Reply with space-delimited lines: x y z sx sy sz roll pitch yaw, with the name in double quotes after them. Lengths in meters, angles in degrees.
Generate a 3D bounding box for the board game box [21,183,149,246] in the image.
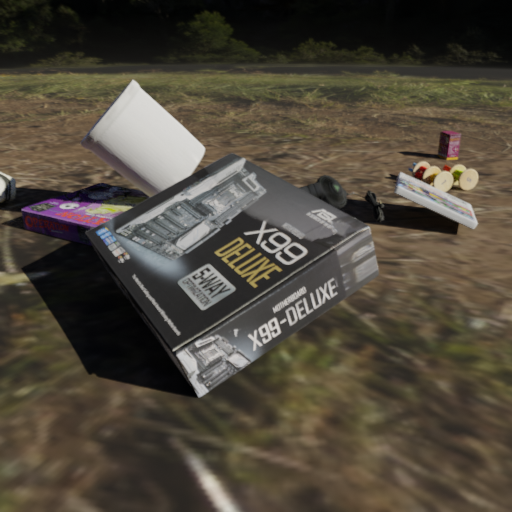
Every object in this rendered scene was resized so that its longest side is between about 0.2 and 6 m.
-2.301 -0.680 10.259 3.414 0.551 2.049 13 30 26 "board game box"

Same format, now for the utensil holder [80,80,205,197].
-2.009 -1.991 10.056 1.467 1.727 1.467 -40 23 21 "utensil holder"

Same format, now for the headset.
1.245 -0.803 9.825 1.948 1.203 0.915 -13 69 -15 "headset"

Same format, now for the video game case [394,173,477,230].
3.366 -1.065 10.580 1.547 0.178 1.409 27 24 6 "video game case"

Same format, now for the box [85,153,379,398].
-0.463 -0.038 7.073 2.509 0.792 3.182 -32 37 -15 "box"

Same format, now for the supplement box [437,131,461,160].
5.295 -3.029 15.379 0.366 0.709 0.464 -7 25 -15 "supplement box"

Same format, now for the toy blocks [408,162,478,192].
4.284 -1.915 13.055 1.140 0.497 1.368 -6 24 -13 "toy blocks"

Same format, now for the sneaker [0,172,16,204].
-6.291 -1.561 11.798 2.917 1.103 1.279 21 20 26 "sneaker"
